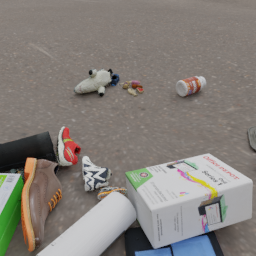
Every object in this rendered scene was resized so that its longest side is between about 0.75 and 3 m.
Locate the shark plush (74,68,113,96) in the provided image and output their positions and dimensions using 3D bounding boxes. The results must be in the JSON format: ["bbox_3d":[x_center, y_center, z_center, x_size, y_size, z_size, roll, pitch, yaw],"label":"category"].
[{"bbox_3d":[-1.597,-2.567,14.182,1.204,1.313,2.890,-17,29,33],"label":"shark plush"}]

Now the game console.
[{"bbox_3d":[1.104,3.174,6.196,2.234,0.392,2.526,-3,31,-4],"label":"game console"}]

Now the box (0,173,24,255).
[{"bbox_3d":[-3.945,2.253,6.994,2.028,1.111,2.298,0,35,2],"label":"box"}]

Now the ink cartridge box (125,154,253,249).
[{"bbox_3d":[1.512,1.733,7.323,2.693,1.131,1.950,-11,19,-15],"label":"ink cartridge box"}]

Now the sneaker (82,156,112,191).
[{"bbox_3d":[-0.968,1.374,8.810,0.881,0.540,1.353,-3,29,-14],"label":"sneaker"}]

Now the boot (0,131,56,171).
[{"bbox_3d":[-3.723,0.655,8.420,2.861,2.358,0.939,-9,68,-14],"label":"boot"}]

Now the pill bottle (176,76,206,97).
[{"bbox_3d":[3.066,-2.047,13.508,1.386,0.778,0.778,-20,39,-26],"label":"pill bottle"}]

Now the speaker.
[{"bbox_3d":[-0.897,2.577,6.646,0.991,0.991,2.440,25,41,32],"label":"speaker"}]

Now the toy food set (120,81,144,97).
[{"bbox_3d":[0.278,-2.086,14.033,0.979,0.242,1.539,-20,39,-26],"label":"toy food set"}]

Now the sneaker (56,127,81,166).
[{"bbox_3d":[-2.059,0.670,9.750,0.817,0.741,1.924,6,34,-17],"label":"sneaker"}]

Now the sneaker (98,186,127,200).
[{"bbox_3d":[-0.463,1.867,8.259,0.883,0.346,0.341,-5,30,-7],"label":"sneaker"}]

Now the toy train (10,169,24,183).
[{"bbox_3d":[-3.465,1.564,8.739,0.433,0.324,0.760,4,31,-17],"label":"toy train"}]

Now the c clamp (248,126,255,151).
[{"bbox_3d":[5.384,0.381,10.449,1.717,0.272,2.010,11,36,16],"label":"c clamp"}]

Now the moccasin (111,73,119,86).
[{"bbox_3d":[-0.645,-2.605,14.648,0.467,0.395,1.160,1,35,1],"label":"moccasin"}]

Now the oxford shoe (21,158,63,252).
[{"bbox_3d":[-2.311,1.887,7.656,1.077,1.053,2.953,2,38,-17],"label":"oxford shoe"}]
